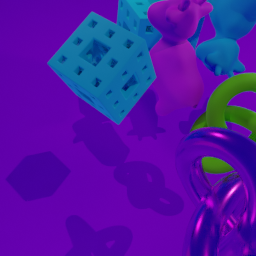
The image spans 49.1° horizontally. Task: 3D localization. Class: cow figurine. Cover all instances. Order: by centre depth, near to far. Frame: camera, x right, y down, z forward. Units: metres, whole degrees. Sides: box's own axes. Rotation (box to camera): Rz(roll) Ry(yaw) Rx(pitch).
[{"bbox_3d":[0.803,-1.133,4.460,0.935,1.676,1.703,-23,85,-29],"label":"cow figurine"},{"bbox_3d":[1.881,-1.809,4.849,0.929,1.693,1.666,8,67,-26],"label":"cow figurine"}]

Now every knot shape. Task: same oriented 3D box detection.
[{"bbox_3d":[0.946,0.825,2.758,0.855,1.851,1.732,-7,104,12],"label":"knot shape"},{"bbox_3d":[1.786,0.151,4.211,1.569,1.677,0.775,41,36,15],"label":"knot shape"}]

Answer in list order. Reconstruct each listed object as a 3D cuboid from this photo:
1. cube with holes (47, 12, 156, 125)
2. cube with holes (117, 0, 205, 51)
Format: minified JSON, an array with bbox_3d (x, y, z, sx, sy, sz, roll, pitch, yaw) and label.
[{"bbox_3d":[-0.270,-0.699,3.423,0.808,0.808,0.808,35,83,23],"label":"cube with holes"},{"bbox_3d":[0.563,-1.976,5.919,1.299,1.299,1.299,-8,47,-17],"label":"cube with holes"}]
